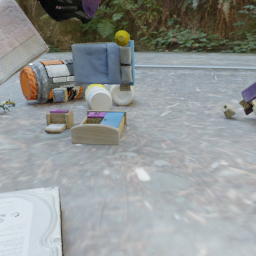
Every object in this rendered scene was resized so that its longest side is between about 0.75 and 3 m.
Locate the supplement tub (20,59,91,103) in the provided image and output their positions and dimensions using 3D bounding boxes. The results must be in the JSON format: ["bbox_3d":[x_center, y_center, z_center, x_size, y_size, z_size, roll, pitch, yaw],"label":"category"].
[{"bbox_3d":[-2.906,-1.952,11.576,2.719,1.666,1.666,-13,22,-34],"label":"supplement tub"}]

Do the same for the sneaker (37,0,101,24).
[{"bbox_3d":[-1.918,-3.284,7.037,2.791,1.222,1.057,-2,44,-39],"label":"sneaker"}]

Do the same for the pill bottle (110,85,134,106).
[{"bbox_3d":[-0.229,-1.547,11.466,0.948,0.948,1.692,0,19,1],"label":"pill bottle"}]

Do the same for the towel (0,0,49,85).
[{"bbox_3d":[-3.231,-2.262,7.291,1.761,1.682,0.284,-43,20,-16],"label":"towel"}]

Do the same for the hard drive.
[{"bbox_3d":[-1.557,1.484,3.160,1.641,0.444,2.349,-5,20,-13],"label":"hard drive"}]

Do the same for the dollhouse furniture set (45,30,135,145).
[{"bbox_3d":[-1.162,-1.172,7.518,2.583,2.736,1.786,2,18,5],"label":"dollhouse furniture set"}]

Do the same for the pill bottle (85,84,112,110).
[{"bbox_3d":[-1.075,-1.070,10.124,0.894,0.894,1.565,-4,19,-12],"label":"pill bottle"}]

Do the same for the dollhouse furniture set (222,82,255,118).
[{"bbox_3d":[4.044,-0.155,8.597,1.349,1.506,1.900,35,33,-25],"label":"dollhouse furniture set"}]

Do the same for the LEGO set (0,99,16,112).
[{"bbox_3d":[-4.819,-0.833,9.914,1.318,0.575,2.029,-4,19,-12],"label":"LEGO set"}]
